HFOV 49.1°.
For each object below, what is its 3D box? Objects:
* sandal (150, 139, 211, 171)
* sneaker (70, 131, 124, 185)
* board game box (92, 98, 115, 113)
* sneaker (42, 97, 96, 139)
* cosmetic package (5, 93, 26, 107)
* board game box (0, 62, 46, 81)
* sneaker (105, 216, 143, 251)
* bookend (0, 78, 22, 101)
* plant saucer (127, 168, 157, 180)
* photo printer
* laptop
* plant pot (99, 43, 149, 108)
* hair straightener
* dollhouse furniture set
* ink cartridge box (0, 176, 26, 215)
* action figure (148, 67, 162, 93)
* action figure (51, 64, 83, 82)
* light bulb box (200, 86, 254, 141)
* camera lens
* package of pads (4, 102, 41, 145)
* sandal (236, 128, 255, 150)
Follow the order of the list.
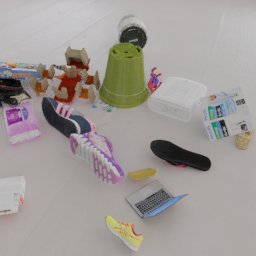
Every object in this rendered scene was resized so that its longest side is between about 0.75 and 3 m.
[{"bbox_3d":[1.849,1.097,10.170,2.302,0.519,0.865,20,48,1],"label":"sandal"},{"bbox_3d":[-0.933,0.889,9.956,1.192,1.085,2.697,-22,43,-35],"label":"sneaker"},{"bbox_3d":[-1.029,-1.122,12.990,0.975,0.126,0.975,15,42,18],"label":"board game box"},{"bbox_3d":[-2.550,-0.468,11.753,1.193,1.021,2.910,-14,41,-43],"label":"sneaker"},{"bbox_3d":[-5.112,-1.160,12.813,0.590,0.417,1.140,-2,41,-2],"label":"cosmetic package"},{"bbox_3d":[-5.622,-2.929,14.275,2.586,0.446,1.750,2,24,-9],"label":"board game box"},{"bbox_3d":[-0.093,2.792,7.756,1.210,0.473,0.546,37,89,12],"label":"sneaker"},{"bbox_3d":[-6.047,-1.860,13.500,1.297,0.597,1.288,13,42,16],"label":"bookend"},{"bbox_3d":[0.476,1.559,9.467,0.855,0.207,0.855,-11,-2,-14],"label":"plant saucer"},{"bbox_3d":[2.342,-1.450,12.796,2.065,0.862,2.482,20,44,23],"label":"photo printer"},{"bbox_3d":[0.848,2.107,8.626,1.323,0.819,1.413,-24,46,-26],"label":"laptop"},{"bbox_3d":[-0.122,-2.549,12.858,2.417,2.295,2.417,3,43,-3],"label":"plant pot"},{"bbox_3d":[-5.210,-1.281,12.185,2.789,0.571,1.073,10,83,31],"label":"hair straightener"},{"bbox_3d":[-2.747,-2.427,13.672,2.939,1.514,2.907,9,59,11],"label":"dollhouse furniture set"},{"bbox_3d":[-3.745,2.202,8.874,0.782,0.361,1.436,-6,42,-8],"label":"ink cartridge box"},{"bbox_3d":[1.335,-2.326,13.896,0.541,0.685,2.093,-23,30,29],"label":"action figure"},{"bbox_3d":[-3.026,-2.655,14.159,1.853,1.002,1.915,7,36,21],"label":"action figure"},{"bbox_3d":[3.881,-0.590,11.165,1.710,1.067,1.695,-17,36,20],"label":"light bulb box"},{"bbox_3d":[0.254,-5.840,17.287,1.780,1.780,2.225,-2,40,-3],"label":"camera lens"},{"bbox_3d":[-4.348,-0.225,11.440,1.182,0.742,1.962,-16,43,-18],"label":"package of pads"},{"bbox_3d":[4.757,-0.004,11.250,0.727,0.653,1.984,15,42,17],"label":"sandal"}]
